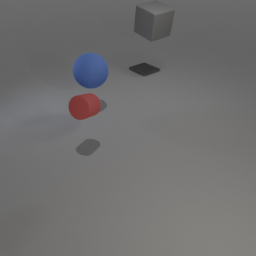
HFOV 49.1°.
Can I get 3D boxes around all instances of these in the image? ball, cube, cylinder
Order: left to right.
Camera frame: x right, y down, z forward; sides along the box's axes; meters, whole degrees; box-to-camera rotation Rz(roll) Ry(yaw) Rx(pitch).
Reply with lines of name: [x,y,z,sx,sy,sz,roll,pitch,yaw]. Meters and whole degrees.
cylinder: [-1.251,-0.634,8.147,0.700,0.700,0.700,12,16,19]
ball: [-1.480,-2.266,11.119,1.400,1.400,1.400,0,32,0]
cube: [1.303,-5.434,14.178,1.400,1.400,1.400,-27,52,-30]
